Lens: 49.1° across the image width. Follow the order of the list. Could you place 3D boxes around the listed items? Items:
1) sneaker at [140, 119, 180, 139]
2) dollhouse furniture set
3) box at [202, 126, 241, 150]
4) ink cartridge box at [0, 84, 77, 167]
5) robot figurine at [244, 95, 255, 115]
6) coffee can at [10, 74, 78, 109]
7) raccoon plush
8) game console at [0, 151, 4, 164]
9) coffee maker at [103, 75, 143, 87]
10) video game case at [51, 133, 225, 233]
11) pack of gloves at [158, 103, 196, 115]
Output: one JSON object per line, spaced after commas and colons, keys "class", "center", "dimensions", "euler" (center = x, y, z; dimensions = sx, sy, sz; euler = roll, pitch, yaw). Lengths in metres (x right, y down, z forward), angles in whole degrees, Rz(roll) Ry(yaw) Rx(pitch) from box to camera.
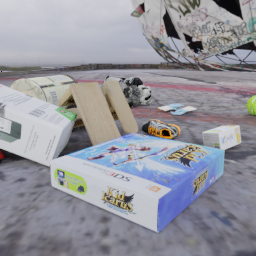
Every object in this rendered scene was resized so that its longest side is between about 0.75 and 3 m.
{"class": "sneaker", "center": [0.916, 0.060, 8.393], "dimensions": [1.242, 0.486, 0.480], "euler": [7, 25, 28]}
{"class": "dollhouse furniture set", "center": [-0.970, 0.041, 8.517], "dimensions": [2.276, 1.950, 2.393], "euler": [-13, -15, -43]}
{"class": "box", "center": [2.463, 0.252, 7.327], "dimensions": [0.942, 0.477, 0.530], "euler": [-14, 8, -36]}
{"class": "ink cartridge box", "center": [-2.593, -0.180, 6.730], "dimensions": [2.330, 0.979, 1.701], "euler": [21, 14, -4]}
{"class": "robot figurine", "center": [5.461, -0.870, 11.243], "dimensions": [1.272, 0.839, 1.450], "euler": [-11, 18, -37]}
{"class": "coffee can", "center": [-3.011, -1.107, 10.468], "dimensions": [1.653, 1.653, 2.259], "euler": [6, 16, 24]}
{"class": "raccoon plush", "center": [0.010, -1.683, 13.952], "dimensions": [2.559, 1.238, 1.715], "euler": [13, 11, 42]}
{"class": "game console", "center": [-4.625, 0.632, 6.532], "dimensions": [2.430, 1.674, 2.820], "euler": [28, -4, -37]}
{"class": "coffee maker", "center": [-0.156, -2.355, 16.079], "dimensions": [1.956, 1.317, 1.878], "euler": [9, 16, 29]}
{"class": "video game case", "center": [0.275, 0.759, 5.393], "dimensions": [2.326, 0.583, 2.566], "euler": [12, 18, 36]}
{"class": "pack of gloves", "center": [2.135, -0.751, 12.201], "dimensions": [1.312, 0.259, 1.102], "euler": [-17, 30, -35]}
